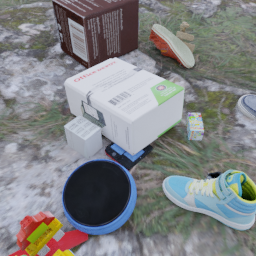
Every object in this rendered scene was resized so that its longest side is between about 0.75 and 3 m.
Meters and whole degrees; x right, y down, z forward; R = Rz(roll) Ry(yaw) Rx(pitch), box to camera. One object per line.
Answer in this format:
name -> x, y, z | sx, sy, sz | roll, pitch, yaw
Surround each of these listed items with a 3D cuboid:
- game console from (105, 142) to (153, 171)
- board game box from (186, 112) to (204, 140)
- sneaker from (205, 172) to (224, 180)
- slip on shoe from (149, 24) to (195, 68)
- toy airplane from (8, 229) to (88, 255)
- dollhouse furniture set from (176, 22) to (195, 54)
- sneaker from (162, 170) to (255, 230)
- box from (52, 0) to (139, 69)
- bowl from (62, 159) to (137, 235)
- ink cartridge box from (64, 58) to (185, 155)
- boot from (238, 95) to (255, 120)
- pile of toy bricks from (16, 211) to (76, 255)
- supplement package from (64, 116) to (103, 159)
game console -> 0.016, 0.602, 7.883 | 0.980, 0.172, 1.108 | 33, 54, 29
board game box -> 1.996, -0.051, 8.377 | 0.403, 0.410, 0.782 | 3, 45, 3
sneaker -> 2.333, 1.291, 6.888 | 0.811, 0.568, 0.315 | 8, 45, 9
slip on shoe -> 1.764, -3.247, 11.463 | 0.937, 0.774, 2.528 | -16, 57, -42
toy airplane -> -1.700, 2.717, 5.573 | 2.010, 0.370, 2.010 | -1, 45, 1
dollhouse furniture set -> 2.569, -3.880, 12.009 | 0.872, 1.018, 1.071 | 19, 33, 12
sneaker -> 1.860, 1.309, 6.257 | 2.185, 1.427, 0.869 | 18, 48, 18
box -> -1.219, -4.103, 11.240 | 2.634, 2.185, 2.163 | -31, 52, -28
bowl -> -0.681, 1.494, 6.392 | 1.747, 0.343, 1.747 | -5, 56, 7
ink cartridge box -> -0.150, -0.819, 8.407 | 2.141, 1.236, 2.943 | -33, 48, -30
boot -> 4.499, -0.586, 8.305 | 2.388, 1.079, 0.869 | 27, 73, 25
pile of toy bricks -> -2.000, 2.665, 4.542 | 1.478, 1.315, 2.664 | 27, 62, 37
supplement package -> -1.228, 0.252, 7.788 | 0.829, 0.793, 0.610 | 30, 52, 27
